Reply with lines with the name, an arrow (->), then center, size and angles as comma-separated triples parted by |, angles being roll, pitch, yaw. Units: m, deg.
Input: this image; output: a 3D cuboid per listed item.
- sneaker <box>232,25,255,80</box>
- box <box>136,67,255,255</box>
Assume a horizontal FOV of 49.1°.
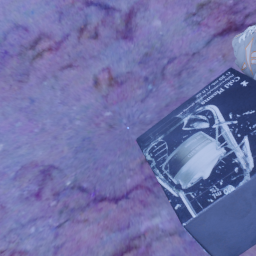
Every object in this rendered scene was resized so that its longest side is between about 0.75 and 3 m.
sneaker -> 2.694, -1.775, 5.794 | 1.014, 2.679, 1.232 | -42, 63, -5
box -> 2.064, 0.599, 5.826 | 2.862, 2.813, 1.774 | -38, 123, 5
